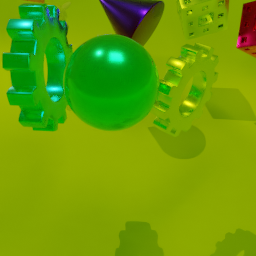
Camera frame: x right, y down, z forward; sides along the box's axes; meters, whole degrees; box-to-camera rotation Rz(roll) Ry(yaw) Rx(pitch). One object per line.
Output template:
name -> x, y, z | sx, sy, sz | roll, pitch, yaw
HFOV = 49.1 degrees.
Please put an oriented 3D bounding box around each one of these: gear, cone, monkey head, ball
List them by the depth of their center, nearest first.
ball -> -0.191, -0.517, 3.290 | 1.112, 1.112, 1.112 | 0, 40, 0
gear -> -1.174, -0.829, 3.999 | 0.318, 1.721, 1.721 | 3, 40, 6
gear -> 0.880, -0.548, 4.217 | 0.256, 1.384, 1.384 | 31, 49, 33
cone -> -0.170, -2.886, 7.043 | 1.562, 1.556, 1.556 | 38, 49, 7
monkey head -> -2.479, -3.382, 8.789 | 1.630, 0.982, 1.173 | -35, 47, -25

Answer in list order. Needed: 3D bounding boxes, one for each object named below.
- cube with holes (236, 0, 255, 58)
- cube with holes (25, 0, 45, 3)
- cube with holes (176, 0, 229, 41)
cube with holes -> 3.944, -2.697, 7.644 | 1.241, 1.241, 1.241 | 8, 1, -38
cube with holes -> -3.194, -4.815, 8.884 | 1.052, 1.052, 1.052 | -1, 55, -22
cube with holes -> 2.166, -3.679, 8.336 | 1.282, 1.282, 1.282 | -13, 63, 11
